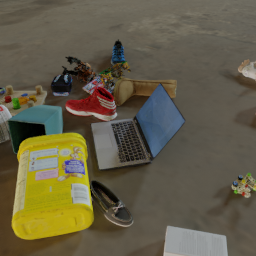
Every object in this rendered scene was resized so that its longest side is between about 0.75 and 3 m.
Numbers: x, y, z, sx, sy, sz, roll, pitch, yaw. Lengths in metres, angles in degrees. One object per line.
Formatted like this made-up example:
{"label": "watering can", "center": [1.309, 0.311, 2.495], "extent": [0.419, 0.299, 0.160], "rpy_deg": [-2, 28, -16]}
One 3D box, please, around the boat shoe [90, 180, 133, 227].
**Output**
{"label": "boat shoe", "center": [-0.555, 2.136, 8.064], "extent": [0.591, 0.504, 1.769], "rpy_deg": [-30, 46, -34]}

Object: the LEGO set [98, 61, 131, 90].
{"label": "LEGO set", "center": [-0.542, -2.372, 13.001], "extent": [1.216, 0.916, 1.581], "rpy_deg": [4, 38, 49]}

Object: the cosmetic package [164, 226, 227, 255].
{"label": "cosmetic package", "center": [1.642, 2.987, 6.903], "extent": [1.461, 0.521, 0.741], "rpy_deg": [7, 37, 10]}

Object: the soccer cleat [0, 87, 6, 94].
{"label": "soccer cleat", "center": [-6.380, -1.876, 13.561], "extent": [0.921, 0.385, 0.298], "rpy_deg": [6, 37, 7]}

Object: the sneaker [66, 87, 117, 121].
{"label": "sneaker", "center": [-1.586, -1.219, 11.842], "extent": [2.378, 1.374, 0.932], "rpy_deg": [10, 38, 13]}

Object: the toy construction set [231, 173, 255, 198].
{"label": "toy construction set", "center": [3.638, 1.786, 8.595], "extent": [0.726, 0.510, 1.108], "rpy_deg": [31, 36, 35]}

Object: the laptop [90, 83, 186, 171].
{"label": "laptop", "center": [0.154, -0.154, 10.169], "extent": [2.902, 1.682, 2.717], "rpy_deg": [-7, 37, -10]}

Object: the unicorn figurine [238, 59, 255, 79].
{"label": "unicorn figurine", "center": [6.873, -2.858, 14.615], "extent": [1.688, 0.907, 2.457], "rpy_deg": [-33, 33, -23]}

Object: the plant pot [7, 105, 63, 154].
{"label": "plant pot", "center": [-3.212, -0.073, 10.382], "extent": [1.365, 1.366, 1.933], "rpy_deg": [6, 30, 9]}

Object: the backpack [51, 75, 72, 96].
{"label": "backpack", "center": [-3.190, -2.130, 13.622], "extent": [0.973, 0.717, 1.066], "rpy_deg": [-1, 38, -1]}

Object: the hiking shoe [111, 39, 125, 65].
{"label": "hiking shoe", "center": [-0.621, -4.338, 16.366], "extent": [0.845, 0.985, 2.271], "rpy_deg": [-5, 37, -6]}

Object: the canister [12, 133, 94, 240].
{"label": "canister", "center": [-2.177, 1.573, 8.217], "extent": [2.162, 1.260, 2.911], "rpy_deg": [-7, 39, -10]}

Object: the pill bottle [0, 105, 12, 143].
{"label": "pill bottle", "center": [-5.360, 0.152, 10.030], "extent": [2.315, 1.319, 1.319], "rpy_deg": [-27, 44, -31]}

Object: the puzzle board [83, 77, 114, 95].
{"label": "puzzle board", "center": [-1.294, -1.976, 13.607], "extent": [1.160, 0.134, 1.539], "rpy_deg": [33, 45, 10]}

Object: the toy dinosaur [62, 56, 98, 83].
{"label": "toy dinosaur", "center": [-2.507, -3.018, 14.726], "extent": [1.678, 1.263, 2.473], "rpy_deg": [5, 14, -36]}

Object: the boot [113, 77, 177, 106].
{"label": "boot", "center": [0.820, -1.705, 12.901], "extent": [2.790, 0.923, 2.443], "rpy_deg": [6, 36, 6]}

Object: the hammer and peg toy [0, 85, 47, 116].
{"label": "hammer and peg toy", "center": [-4.993, -1.138, 12.111], "extent": [2.624, 0.925, 1.930], "rpy_deg": [0, 37, 0]}
